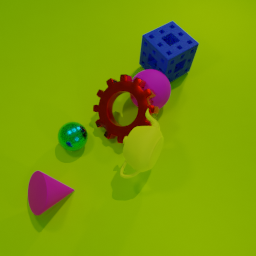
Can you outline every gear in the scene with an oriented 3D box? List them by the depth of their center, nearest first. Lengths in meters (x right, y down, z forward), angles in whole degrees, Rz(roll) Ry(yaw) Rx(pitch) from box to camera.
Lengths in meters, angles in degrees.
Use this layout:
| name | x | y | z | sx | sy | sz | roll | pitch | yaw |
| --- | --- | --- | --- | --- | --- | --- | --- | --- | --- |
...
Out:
| name | x | y | z | sx | sy | sz | roll | pitch | yaw |
| --- | --- | --- | --- | --- | --- | --- | --- | --- | --- |
| gear | -0.098 | -0.559 | 8.312 | 1.981 | 0.366 | 1.981 | 0 | 90 | 26 |

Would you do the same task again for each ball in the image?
| name | x | y | z | sx | sy | sz | roll | pitch | yaw |
| --- | --- | --- | --- | --- | --- | --- | --- | --- | --- |
| ball | -1.620 | 0.250 | 8.226 | 0.875 | 0.875 | 0.875 | 0 | 59 | 0 |
| ball | 0.696 | -1.188 | 8.866 | 1.310 | 1.310 | 1.310 | 0 | 59 | 0 |

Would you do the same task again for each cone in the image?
| name | x | y | z | sx | sy | sz | roll | pitch | yaw |
| --- | --- | --- | --- | --- | --- | --- | --- | --- | --- |
| cone | -1.889 | 1.679 | 7.419 | 1.110 | 1.106 | 1.106 | 7 | 49 | -42 |

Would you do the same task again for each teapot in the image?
| name | x | y | z | sx | sy | sz | roll | pitch | yaw |
| --- | --- | --- | --- | --- | --- | --- | --- | --- | --- |
| teapot | 0.360 | 0.432 | 7.421 | 0.984 | 1.250 | 2.011 | 22 | 77 | 20 |

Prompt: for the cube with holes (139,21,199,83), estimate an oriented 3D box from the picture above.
| name | x | y | z | sx | sy | sz | roll | pitch | yaw |
| --- | --- | --- | --- | --- | --- | --- | --- | --- | --- |
| cube with holes | 1.335 | -2.512 | 9.534 | 1.308 | 1.308 | 1.308 | -31 | 66 | -19 |
